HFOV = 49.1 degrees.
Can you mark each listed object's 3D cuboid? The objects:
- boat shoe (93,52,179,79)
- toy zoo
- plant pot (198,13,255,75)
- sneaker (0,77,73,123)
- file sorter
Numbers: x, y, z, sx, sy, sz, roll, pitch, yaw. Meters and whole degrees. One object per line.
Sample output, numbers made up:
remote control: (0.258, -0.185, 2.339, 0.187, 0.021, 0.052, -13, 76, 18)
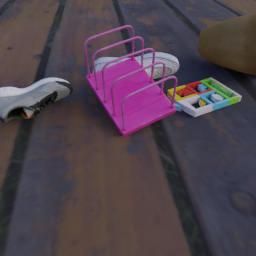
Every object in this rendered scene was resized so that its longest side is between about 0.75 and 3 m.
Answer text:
boat shoe: (0.284, -1.771, 9.193, 2.877, 1.020, 1.004, -2, 58, -5)
toy zoo: (2.203, -0.957, 8.634, 2.131, 0.218, 1.398, -17, 41, -22)
plant pot: (3.784, -3.018, 10.017, 2.278, 2.123, 2.123, 14, 39, 35)
sneaker: (-2.609, -0.743, 7.885, 2.413, 0.892, 0.957, -23, 66, -34)
file sorter: (0.010, -1.363, 7.476, 1.653, 1.492, 2.379, -25, 58, -14)
